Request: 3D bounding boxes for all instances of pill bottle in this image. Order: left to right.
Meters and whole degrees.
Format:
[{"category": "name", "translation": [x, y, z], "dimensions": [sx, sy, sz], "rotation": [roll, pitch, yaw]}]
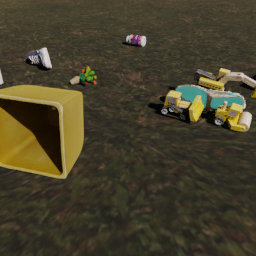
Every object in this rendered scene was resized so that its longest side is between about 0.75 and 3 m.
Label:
[{"category": "pill bottle", "translation": [0.430, -4.655, 14.896], "dimensions": [0.978, 0.550, 0.550], "rotation": [14, 36, 20]}]

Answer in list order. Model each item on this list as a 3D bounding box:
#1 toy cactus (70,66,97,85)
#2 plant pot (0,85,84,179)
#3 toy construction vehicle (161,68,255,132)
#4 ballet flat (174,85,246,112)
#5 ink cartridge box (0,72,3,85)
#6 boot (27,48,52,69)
[{"category": "toy cactus", "translation": [-1.737, -1.919, 10.831], "dimensions": [0.982, 0.609, 1.190], "rotation": [-25, 39, -3]}, {"category": "plant pot", "translation": [-1.988, -0.168, 6.934], "dimensions": [1.841, 1.853, 1.896], "rotation": [9, 26, 13]}, {"category": "toy construction vehicle", "translation": [2.636, -1.021, 8.667], "dimensions": [2.590, 0.912, 2.255], "rotation": [20, 47, 23]}, {"category": "ballet flat", "translation": [2.612, -0.884, 9.088], "dimensions": [2.249, 0.851, 0.719], "rotation": [14, 6, 14]}, {"category": "ink cartridge box", "translation": [-6.334, -1.785, 9.854], "dimensions": [2.102, 1.214, 2.889], "rotation": [18, 37, 25]}, {"category": "boot", "translation": [-3.917, -2.985, 12.332], "dimensions": [0.885, 0.712, 1.958], "rotation": [-17, 30, -10]}]
